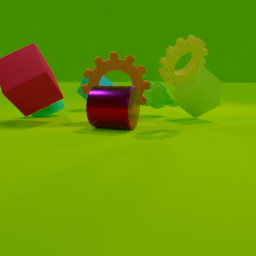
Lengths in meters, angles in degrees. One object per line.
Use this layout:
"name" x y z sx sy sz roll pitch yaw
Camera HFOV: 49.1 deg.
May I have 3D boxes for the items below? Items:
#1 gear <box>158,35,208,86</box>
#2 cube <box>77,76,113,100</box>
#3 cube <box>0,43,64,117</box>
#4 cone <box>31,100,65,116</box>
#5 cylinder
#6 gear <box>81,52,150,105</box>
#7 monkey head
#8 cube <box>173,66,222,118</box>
"gear" 1.387 -1.656 7.017 1.296 1.296 0.240 -6 46 -32
"cube" -1.377 -1.677 11.746 0.939 0.939 0.939 41 34 7
"cube" -2.919 -1.404 8.313 1.319 1.319 1.319 -27 -28 -4
"cone" -2.967 -1.222 9.752 1.226 1.230 1.226 -8 27 4
"cylinder" -0.363 -0.541 7.336 1.119 1.119 1.119 3 11 18
"gear" -0.374 -1.244 8.525 2.029 2.029 0.375 -1 18 -7
"monkey head" 0.920 -1.004 9.872 1.630 0.982 1.173 11 57 37
"cube" 2.243 -1.165 9.035 1.054 1.054 1.054 32 -38 -22
